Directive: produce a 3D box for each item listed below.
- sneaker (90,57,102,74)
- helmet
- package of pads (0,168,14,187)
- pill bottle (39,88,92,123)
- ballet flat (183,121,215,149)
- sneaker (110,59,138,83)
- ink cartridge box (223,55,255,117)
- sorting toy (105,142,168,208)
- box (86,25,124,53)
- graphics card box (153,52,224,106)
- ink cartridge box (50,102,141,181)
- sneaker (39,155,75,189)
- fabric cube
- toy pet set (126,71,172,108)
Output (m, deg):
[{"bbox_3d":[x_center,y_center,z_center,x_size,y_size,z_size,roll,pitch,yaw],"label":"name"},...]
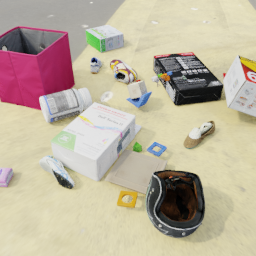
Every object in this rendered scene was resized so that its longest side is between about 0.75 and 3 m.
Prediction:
[{"bbox_3d":[-1.437,-2.957,12.542,0.482,0.565,1.281,-3,39,-1],"label":"sneaker"},{"bbox_3d":[1.036,1.697,6.264,1.424,1.357,1.424,0,2,0],"label":"helmet"},{"bbox_3d":[-3.568,1.313,7.550,0.823,0.311,0.496,2,37,3],"label":"package of pads"},{"bbox_3d":[-2.119,-0.827,9.668,1.632,0.928,0.928,-18,43,-21],"label":"pill bottle"},{"bbox_3d":[2.277,0.139,8.815,1.420,0.514,0.481,-26,46,-28],"label":"ballet flat"},{"bbox_3d":[-0.375,-2.409,11.810,0.769,0.639,1.706,-23,43,-34],"label":"sneaker"},{"bbox_3d":[4.815,-1.356,9.601,2.751,1.154,2.415,18,40,-3],"label":"ink cartridge box"},{"bbox_3d":[0.243,1.232,7.652,1.392,0.337,2.472,12,40,21],"label":"sorting toy"},{"bbox_3d":[-1.205,-4.646,14.430,1.379,0.756,1.563,-23,44,-27],"label":"box"},{"bbox_3d":[2.303,-2.088,11.324,1.872,0.759,2.984,-8,39,-11],"label":"graphics card box"},{"bbox_3d":[-0.809,0.153,8.473,1.585,0.911,2.707,19,43,22],"label":"ink cartridge box"},{"bbox_3d":[-1.872,1.155,7.621,1.352,0.486,0.490,33,48,30],"label":"sneaker"},{"bbox_3d":[-3.509,-2.247,10.391,2.219,2.212,2.177,11,42,13],"label":"fabric cube"},{"bbox_3d":[0.732,-1.361,10.239,1.588,0.843,1.482,-8,15,38],"label":"toy pet set"}]
